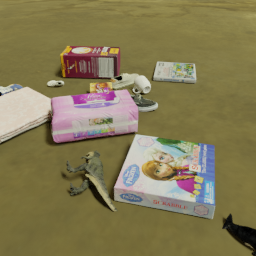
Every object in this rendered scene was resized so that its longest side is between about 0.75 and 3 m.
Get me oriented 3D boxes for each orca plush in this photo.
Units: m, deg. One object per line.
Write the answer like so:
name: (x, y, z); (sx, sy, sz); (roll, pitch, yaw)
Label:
orca plush: (2.801, 2.281, 6.109); (0.712, 0.481, 1.353); (-22, 39, -30)

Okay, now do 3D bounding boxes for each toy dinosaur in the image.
toy dinosaur: (-1.081, 1.309, 7.605); (1.069, 0.576, 2.425); (-4, 36, -18)

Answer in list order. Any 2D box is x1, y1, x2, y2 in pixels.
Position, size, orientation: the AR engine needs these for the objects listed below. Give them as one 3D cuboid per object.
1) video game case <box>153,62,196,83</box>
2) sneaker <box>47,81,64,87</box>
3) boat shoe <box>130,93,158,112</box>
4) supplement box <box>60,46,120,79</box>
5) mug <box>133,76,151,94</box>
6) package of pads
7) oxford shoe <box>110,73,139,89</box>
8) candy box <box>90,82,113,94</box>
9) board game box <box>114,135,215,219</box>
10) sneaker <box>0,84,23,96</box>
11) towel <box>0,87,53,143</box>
video game case: (2.411, -2.874, 14.334); (2.039, 0.246, 2.237); (5, 32, 8)
sneaker: (-3.363, -2.064, 12.972); (0.757, 0.284, 0.307); (-6, 10, -7)
boat shoe: (0.328, -1.061, 11.173); (1.725, 0.612, 0.622); (4, 33, 6)
supplement box: (-1.821, -3.335, 14.147); (2.792, 1.196, 1.541); (2, 33, 3)
mug: (0.594, -1.828, 12.470); (0.836, 0.617, 0.733); (-35, 46, 2)
package of pads: (-1.221, -0.470, 9.791); (2.925, 1.107, 1.763); (-8, 34, -13)
oxford shoe: (-0.128, -2.326, 13.227); (0.698, 0.536, 1.857); (24, 38, 37)
candy box: (-1.111, -1.384, 11.813); (0.971, 0.470, 1.665); (-4, 31, -5)
board game box: (1.122, 1.184, 7.772); (2.459, 0.507, 2.465); (7, 33, 11)
sneaker: (-5.195, -1.521, 12.113); (1.303, 0.491, 0.574); (-10, 43, -2)
towel: (-4.338, -0.592, 10.602); (2.743, 0.463, 2.872); (26, 41, 33)
